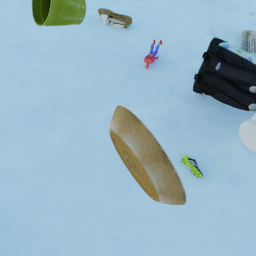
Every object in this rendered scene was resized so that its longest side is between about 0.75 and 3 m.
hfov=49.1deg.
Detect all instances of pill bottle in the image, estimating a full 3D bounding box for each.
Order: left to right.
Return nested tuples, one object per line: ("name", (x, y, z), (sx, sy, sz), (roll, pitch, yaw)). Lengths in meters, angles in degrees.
("pill bottle", (4.910, -0.102, 9.280), (2.198, 1.279, 1.279), (-22, 55, -16))

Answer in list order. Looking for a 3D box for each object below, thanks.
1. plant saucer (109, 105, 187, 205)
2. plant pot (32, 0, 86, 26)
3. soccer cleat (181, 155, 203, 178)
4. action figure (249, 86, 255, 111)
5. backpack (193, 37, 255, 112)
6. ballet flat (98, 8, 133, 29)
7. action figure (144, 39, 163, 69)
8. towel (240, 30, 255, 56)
("plant saucer", (0.232, 0.617, 5.330), (0.395, 2.233, 2.233), (-32, 58, -12))
("plant pot", (-2.185, -3.970, 9.161), (1.404, 1.458, 1.458), (-5, 45, -41))
("soccer cleat", (2.089, 1.196, 8.895), (0.374, 0.312, 0.924), (-23, 53, -28))
("action figure", (3.704, -1.224, 7.066), (0.774, 2.830, 1.672), (4, 75, 10))
("backpack", (4.013, -1.706, 9.937), (2.085, 2.213, 2.712), (-2, 29, -33))
("ballet flat", (-0.758, -5.411, 13.984), (2.003, 0.679, 0.724), (23, 74, 12))
("action figure", (1.078, -3.212, 12.311), (0.541, 0.428, 1.655), (14, 58, 18))
("towel", (6.461, -3.479, 12.455), (2.877, 0.497, 2.770), (12, 53, 10))
